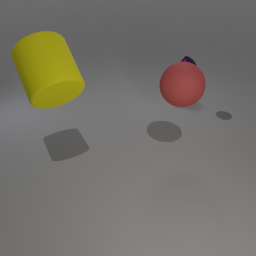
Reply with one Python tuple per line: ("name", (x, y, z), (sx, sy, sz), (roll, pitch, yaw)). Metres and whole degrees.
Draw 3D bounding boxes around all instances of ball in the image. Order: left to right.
("ball", (1.683, -1.338, 8.686), (1.400, 1.400, 1.400), (0, 32, 0))

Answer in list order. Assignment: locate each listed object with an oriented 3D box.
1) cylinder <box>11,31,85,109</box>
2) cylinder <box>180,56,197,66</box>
("cylinder", (-1.988, -1.414, 7.017), (1.400, 1.400, 1.400), (-19, 76, -27))
("cylinder", (2.519, -2.648, 12.243), (0.700, 0.700, 0.700), (23, 44, -24))
